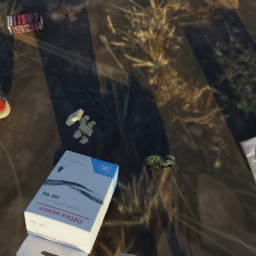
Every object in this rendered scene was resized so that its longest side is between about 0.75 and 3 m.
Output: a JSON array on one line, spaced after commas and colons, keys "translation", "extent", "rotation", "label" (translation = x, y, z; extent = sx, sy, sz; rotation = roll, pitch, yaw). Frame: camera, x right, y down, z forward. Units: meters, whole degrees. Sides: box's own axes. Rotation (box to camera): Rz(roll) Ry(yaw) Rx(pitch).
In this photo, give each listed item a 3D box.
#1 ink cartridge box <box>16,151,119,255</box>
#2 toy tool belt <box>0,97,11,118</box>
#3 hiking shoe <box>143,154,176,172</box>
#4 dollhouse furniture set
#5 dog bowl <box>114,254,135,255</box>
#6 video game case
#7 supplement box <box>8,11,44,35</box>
[{"translation": [-1.354, 1.887, 6.771], "extent": [1.562, 0.913, 2.692], "rotation": [14, 38, 7], "label": "ink cartridge box"}, {"translation": [-4.560, -0.076, 7.896], "extent": [2.739, 1.683, 1.710], "rotation": [-43, 93, -21], "label": "toy tool belt"}, {"translation": [0.919, 1.042, 8.130], "extent": [0.956, 0.362, 0.481], "rotation": [-4, 57, -3], "label": "hiking shoe"}, {"translation": [-1.247, -0.095, 7.742], "extent": [0.758, 0.493, 0.696], "rotation": [42, 43, -25], "label": "dollhouse furniture set"}, {"translation": [-0.082, 3.750, 6.428], "extent": [1.545, 0.453, 1.545], "rotation": [-6, 53, 8], "label": "dog bowl"}, {"translation": [3.863, 0.867, 8.118], "extent": [0.898, 0.119, 1.256], "rotation": [-17, 83, -9], "label": "video game case"}, {"translation": [-4.022, -4.137, 11.015], "extent": [1.275, 0.388, 0.694], "rotation": [-11, 61, -5], "label": "supplement box"}]
